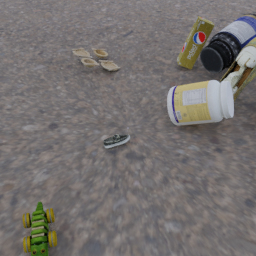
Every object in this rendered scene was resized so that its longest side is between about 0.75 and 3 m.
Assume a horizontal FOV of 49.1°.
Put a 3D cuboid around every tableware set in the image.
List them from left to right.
[{"bbox_3d":[-1.291,-2.781,11.165,1.555,0.216,1.862,-7,43,-32],"label":"tableware set"}]

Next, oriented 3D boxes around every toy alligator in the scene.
[{"bbox_3d":[-1.714,2.244,5.470,0.623,0.452,1.880,-10,52,-13],"label":"toy alligator"}]

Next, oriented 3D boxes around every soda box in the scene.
[{"bbox_3d":[2.552,-3.233,10.731,0.623,1.839,0.589,19,33,-8],"label":"soda box"}]

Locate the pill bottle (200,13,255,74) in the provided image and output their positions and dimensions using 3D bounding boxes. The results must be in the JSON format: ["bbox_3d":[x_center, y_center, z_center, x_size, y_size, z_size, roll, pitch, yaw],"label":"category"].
[{"bbox_3d":[3.801,-3.023,10.167,2.406,1.346,1.346,-37,52,-18],"label":"pill bottle"}]

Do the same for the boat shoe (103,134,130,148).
[{"bbox_3d":[-0.314,0.323,7.915,0.793,0.252,0.280,-21,34,-16],"label":"boat shoe"}]

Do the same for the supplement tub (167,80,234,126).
[{"bbox_3d":[2.105,-0.726,8.129,1.667,1.212,1.212,-5,36,29],"label":"supplement tub"}]

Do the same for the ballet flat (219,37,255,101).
[{"bbox_3d":[3.461,-1.739,8.643,0.899,2.544,0.899,25,24,-12],"label":"ballet flat"}]
